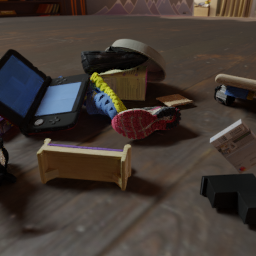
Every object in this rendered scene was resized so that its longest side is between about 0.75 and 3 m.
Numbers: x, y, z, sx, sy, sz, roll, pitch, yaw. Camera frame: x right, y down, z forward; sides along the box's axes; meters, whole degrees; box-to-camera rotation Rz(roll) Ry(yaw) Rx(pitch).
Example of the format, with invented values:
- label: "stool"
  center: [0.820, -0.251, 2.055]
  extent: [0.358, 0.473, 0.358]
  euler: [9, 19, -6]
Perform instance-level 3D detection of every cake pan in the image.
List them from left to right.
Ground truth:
- label: "cake pan"
  center: [0.391, -2.859, 12.010]
  extent: [2.826, 0.518, 2.826]
  euler: [21, -11, 4]

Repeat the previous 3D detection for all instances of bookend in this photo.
- label: "bookend"
  center: [2.116, 1.431, 5.482]
  extent: [1.092, 0.506, 1.099]
  euler: [-3, 28, -3]

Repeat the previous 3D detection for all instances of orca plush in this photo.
- label: "orca plush"
  center: [-2.750, 0.908, 6.156]
  extent: [0.806, 1.194, 2.269]
  euler: [30, -12, -26]

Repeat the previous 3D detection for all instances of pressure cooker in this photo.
- label: "pressure cooker"
  center: [3.662, -1.280, 10.677]
  extent: [0.682, 0.672, 0.764]
  euler: [-17, 34, -37]

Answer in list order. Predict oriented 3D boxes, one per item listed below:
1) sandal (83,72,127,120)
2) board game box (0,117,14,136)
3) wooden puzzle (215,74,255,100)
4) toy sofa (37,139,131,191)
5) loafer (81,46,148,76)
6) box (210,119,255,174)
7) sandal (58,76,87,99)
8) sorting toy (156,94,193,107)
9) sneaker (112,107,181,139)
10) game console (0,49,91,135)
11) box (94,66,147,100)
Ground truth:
- label: "sandal"
  center: [-0.908, -0.838, 9.653]
  extent: [1.206, 1.101, 2.770]
  euler: [-38, 40, -2]
- label: "board game box"
  center: [-4.497, -0.233, 8.826]
  extent: [1.673, 0.474, 1.383]
  euler: [6, 29, 12]
- label: "wooden puzzle"
  center: [4.550, -1.219, 10.028]
  extent: [2.477, 0.619, 2.674]
  euler: [19, 9, 27]
- label: "toy sofa"
  center: [-0.947, 0.740, 6.478]
  extent: [2.042, 0.846, 0.997]
  euler: [4, 28, 7]
- label: "loafer"
  center: [-0.470, -2.735, 10.820]
  extent: [2.758, 0.968, 0.937]
  euler: [-14, -4, -24]
- label: "box"
  center: [2.445, 0.425, 6.092]
  extent: [1.041, 0.811, 0.214]
  euler: [45, 32, -8]
- label: "sandal"
  center: [-2.554, -1.540, 10.851]
  extent: [2.312, 1.007, 0.919]
  euler: [-2, 25, -9]
- label: "sorting toy"
  center: [1.771, -1.035, 10.757]
  extent: [1.019, 0.201, 1.101]
  euler: [-12, 25, -22]
- label: "sneaker"
  center: [0.518, -0.189, 8.448]
  extent: [2.195, 0.885, 0.819]
  euler: [-6, 11, -27]
- label: "game console"
  center: [-2.769, -1.353, 8.849]
  extent: [2.500, 1.722, 2.901]
  euler: [-7, 41, 11]
- label: "box"
  center: [-0.241, -1.919, 11.595]
  extent: [2.014, 0.974, 1.771]
  euler: [3, 27, 4]
